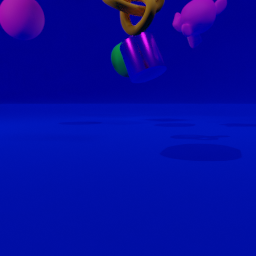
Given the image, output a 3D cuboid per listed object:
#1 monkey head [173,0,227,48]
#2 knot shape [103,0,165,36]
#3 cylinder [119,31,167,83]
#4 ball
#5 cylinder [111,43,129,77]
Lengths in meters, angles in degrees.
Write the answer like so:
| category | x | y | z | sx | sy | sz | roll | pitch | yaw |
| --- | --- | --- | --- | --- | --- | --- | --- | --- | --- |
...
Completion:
| category | x | y | z | sx | sy | sz | roll | pitch | yaw |
| --- | --- | --- | --- | --- | --- | --- | --- | --- | --- |
| monkey head | 2.064 | -3.045 | 8.204 | 1.869 | 1.345 | 1.126 | -39 | 28 | -19 |
| knot shape | 0.059 | -2.381 | 5.282 | 1.128 | 1.205 | 0.557 | 17 | -15 | 11 |
| cylinder | 0.449 | -2.090 | 8.399 | 1.140 | 1.140 | 1.140 | -19 | -8 | -3 |
| ball | -3.360 | -3.499 | 8.895 | 1.357 | 1.357 | 1.357 | 0 | 5 | 0 |
| cylinder | 0.269 | -2.762 | 10.743 | 1.374 | 1.374 | 1.374 | -4 | -2 | -34 |
